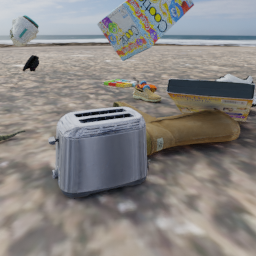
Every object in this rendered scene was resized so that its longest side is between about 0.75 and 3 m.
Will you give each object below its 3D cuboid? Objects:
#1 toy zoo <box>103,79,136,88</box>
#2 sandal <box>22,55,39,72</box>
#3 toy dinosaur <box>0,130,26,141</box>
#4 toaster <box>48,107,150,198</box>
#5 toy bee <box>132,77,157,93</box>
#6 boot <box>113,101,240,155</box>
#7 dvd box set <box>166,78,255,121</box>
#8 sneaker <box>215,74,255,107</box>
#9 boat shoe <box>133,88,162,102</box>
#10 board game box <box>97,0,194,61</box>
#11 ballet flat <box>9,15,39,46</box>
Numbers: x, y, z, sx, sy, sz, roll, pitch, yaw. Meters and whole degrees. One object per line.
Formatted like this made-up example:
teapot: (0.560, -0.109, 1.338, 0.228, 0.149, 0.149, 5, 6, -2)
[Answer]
toy zoo: (-0.339, -2.320, 14.512, 1.664, 0.170, 1.092, 14, 24, 34)
sandal: (-2.104, -1.441, 6.268, 0.240, 0.377, 1.004, 31, 15, -14)
toy dinosaur: (-3.654, 0.226, 7.094, 0.825, 0.444, 1.871, 29, 32, 28)
toaster: (-0.425, 0.382, 5.306, 2.048, 1.323, 1.164, -7, 22, -20)
toy bee: (0.577, -1.717, 12.230, 1.337, 0.727, 0.875, 26, 29, -22)
boot: (1.159, -0.132, 7.525, 2.676, 0.885, 2.344, -10, 35, -22)
dvd box set: (2.369, -0.731, 7.941, 2.065, 0.415, 2.822, 7, -6, 21)
sneaker: (3.100, -1.281, 9.844, 2.897, 1.159, 1.068, 0, -5, -9)
boat shoe: (0.760, -1.381, 11.399, 1.346, 0.513, 0.482, 13, 24, 33)
board game box: (0.608, -3.588, 8.818, 1.431, 1.405, 2.728, -9, 34, 53)
ballet flat: (-2.898, -2.570, 7.602, 0.775, 0.775, 2.233, -8, 17, -21)
